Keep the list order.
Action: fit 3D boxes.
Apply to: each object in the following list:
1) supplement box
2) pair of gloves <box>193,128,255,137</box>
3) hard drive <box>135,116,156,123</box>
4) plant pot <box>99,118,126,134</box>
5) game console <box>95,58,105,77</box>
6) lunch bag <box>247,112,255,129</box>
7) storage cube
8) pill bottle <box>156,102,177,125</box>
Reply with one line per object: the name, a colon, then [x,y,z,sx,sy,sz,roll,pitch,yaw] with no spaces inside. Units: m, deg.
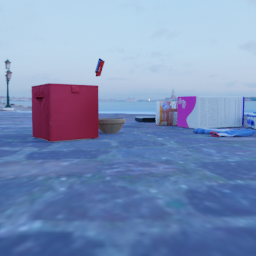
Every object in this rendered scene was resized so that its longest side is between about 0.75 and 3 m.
supplement box: [3.596,-0.707,12.195,2.679,1.384,1.356,-4,7,-27]
pair of gloves: [3.080,0.106,9.161,1.510,0.214,1.879,-1,5,-18]
hard drive: [1.192,-0.511,16.538,1.220,0.288,1.749,-1,5,-11]
plant pot: [-0.621,-0.076,9.587,1.086,0.501,1.086,1,4,0]
game console: [-1.438,-2.884,13.290,0.455,0.767,0.661,26,23,14]
lunch bag: [5.654,-0.315,11.271,1.590,0.750,1.985,-1,3,11]
storage cube: [-1.786,-0.458,7.999,1.683,1.513,1.439,-2,5,-37]
pill bottle: [2.368,-0.703,13.421,2.034,1.141,1.141,0,4,3]
